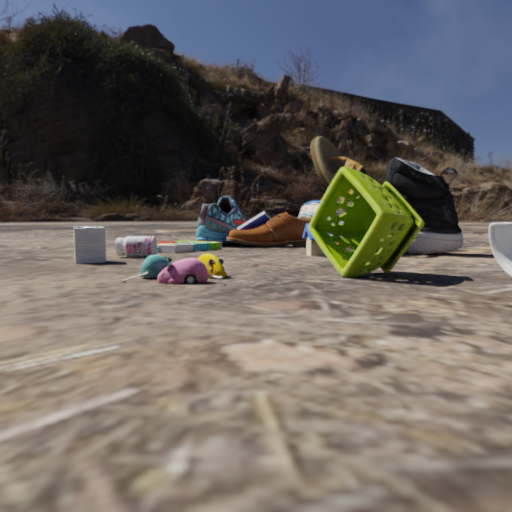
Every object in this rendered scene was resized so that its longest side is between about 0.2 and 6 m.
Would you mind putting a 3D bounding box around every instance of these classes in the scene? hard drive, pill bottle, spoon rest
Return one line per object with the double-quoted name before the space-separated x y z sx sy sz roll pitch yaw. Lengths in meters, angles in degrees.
"hard drive" -0.054 -0.716 14.847 1.020 0.129 0.673 -31 -38 12
"pill bottle" -2.395 -0.177 11.203 0.760 0.431 0.431 0 5 3
"spoon rest" 3.808 0.146 6.990 1.097 0.669 2.207 -3 18 -19

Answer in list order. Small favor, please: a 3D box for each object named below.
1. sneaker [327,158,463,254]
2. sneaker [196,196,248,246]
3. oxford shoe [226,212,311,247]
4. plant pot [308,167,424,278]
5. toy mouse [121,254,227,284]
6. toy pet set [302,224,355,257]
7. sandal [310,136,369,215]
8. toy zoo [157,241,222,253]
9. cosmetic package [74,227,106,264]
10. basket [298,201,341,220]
"sneaker" 2.831 -1.138 12.742 3.675 2.091 1.387 3 5 33
"sneaker" -0.595 -1.000 15.651 1.127 1.358 2.843 3 5 28
"oxford shoe" 0.474 -0.670 14.584 2.584 0.921 0.921 -3 7 -15
"plant pot" 1.627 -0.448 8.066 1.063 1.166 1.172 5 39 -32
"toy mouse" -1.091 0.164 7.574 1.489 0.324 1.676 -2 5 -25
"toy pet set" 1.604 -0.345 11.794 1.188 0.675 1.272 -1 4 -9
"sandal" 2.107 -1.452 12.050 0.824 3.051 1.225 -38 -36 25
"toy zoo" -1.867 -0.215 13.183 1.219 0.190 1.858 4 6 39
"cosmetic package" -3.008 -0.200 10.120 0.541 0.646 0.538 -1 5 -18
"basket" 1.910 -0.991 15.767 1.518 1.198 1.722 3 26 25
